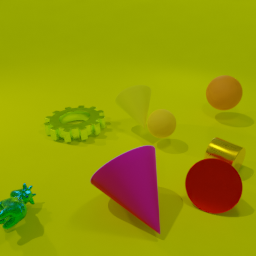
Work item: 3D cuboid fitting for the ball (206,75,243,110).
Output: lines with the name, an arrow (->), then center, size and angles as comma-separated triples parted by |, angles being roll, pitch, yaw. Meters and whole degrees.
ball -> 3.021, -1.103, 8.822 | 1.097, 1.097, 1.097 | 0, 29, 0

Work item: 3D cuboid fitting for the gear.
gear -> -1.601, -0.180, 8.536 | 1.814, 0.336, 1.814 | -3, 27, 1

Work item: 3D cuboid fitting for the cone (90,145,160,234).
cone -> 0.238, 1.312, 5.248 | 1.426, 1.426, 1.432 | -18, 65, -28

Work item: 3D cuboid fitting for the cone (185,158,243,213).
cone -> 1.886, 1.144, 6.081 | 1.104, 1.104, 1.108 | 12, 5, 21

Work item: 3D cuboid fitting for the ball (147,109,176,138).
ball -> 0.901, -0.115, 7.508 | 0.783, 0.783, 0.783 | 0, 29, 0

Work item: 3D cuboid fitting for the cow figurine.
cow figurine -> -2.081, 1.450, 5.301 | 0.898, 0.501, 0.913 | -30, 18, -36

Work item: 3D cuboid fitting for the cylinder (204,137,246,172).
cylinder -> 2.327, 0.671, 6.732 | 0.714, 0.714, 0.714 | 25, 38, 38

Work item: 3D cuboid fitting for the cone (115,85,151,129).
cone -> 0.307, -0.446, 7.906 | 1.097, 1.097, 1.101 | -10, 65, -17
